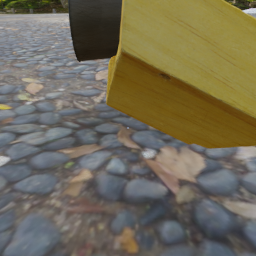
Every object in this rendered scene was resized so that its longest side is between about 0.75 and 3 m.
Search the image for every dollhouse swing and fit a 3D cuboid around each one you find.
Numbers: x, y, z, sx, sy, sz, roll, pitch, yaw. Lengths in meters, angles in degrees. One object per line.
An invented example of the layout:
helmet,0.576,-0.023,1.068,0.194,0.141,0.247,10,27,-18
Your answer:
dollhouse swing,0.827,-1.293,3.911,2.441,2.361,2.686,26,-9,-4

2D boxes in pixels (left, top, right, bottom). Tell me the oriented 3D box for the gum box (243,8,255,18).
gum box,4.126,-2.509,7.852,0.901,1.546,2.725,-20,27,-21

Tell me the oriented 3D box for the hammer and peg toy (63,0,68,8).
hammer and peg toy,-1.695,-4.101,8.991,0.766,1.042,0.367,-11,33,-8

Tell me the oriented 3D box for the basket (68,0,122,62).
basket,0.011,-2.970,7.933,2.978,2.025,2.685,-3,8,-2
